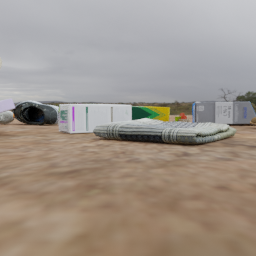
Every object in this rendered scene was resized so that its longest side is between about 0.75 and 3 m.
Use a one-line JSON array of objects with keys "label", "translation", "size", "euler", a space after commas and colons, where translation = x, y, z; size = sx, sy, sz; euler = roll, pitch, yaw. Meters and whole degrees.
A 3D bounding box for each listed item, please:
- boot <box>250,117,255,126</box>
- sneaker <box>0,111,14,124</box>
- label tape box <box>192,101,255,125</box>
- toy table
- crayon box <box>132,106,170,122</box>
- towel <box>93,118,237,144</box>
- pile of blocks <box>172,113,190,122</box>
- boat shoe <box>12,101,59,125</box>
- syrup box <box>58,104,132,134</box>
[{"label": "boot", "translation": [4.387, -0.318, 8.246], "size": [0.716, 0.734, 1.945], "euler": [-3, 3, -17]}, {"label": "sneaker", "translation": [-5.303, -0.343, 11.156], "size": [1.483, 0.561, 0.682], "euler": [-7, 10, 5]}, {"label": "label tape box", "translation": [4.111, -0.595, 11.244], "size": [2.910, 0.921, 2.098], "euler": [0, 3, 10]}, {"label": "toy table", "translation": [-3.555, -0.788, 6.142], "size": [2.298, 1.346, 2.112], "euler": [-12, 11, 30]}, {"label": "crayon box", "translation": [0.725, -0.665, 13.641], "size": [2.287, 0.773, 2.651], "euler": [0, 3, 0]}, {"label": "towel", "translation": [0.796, 0.008, 5.519], "size": [2.099, 0.377, 2.180], "euler": [2, 3, 36]}, {"label": "pile of blocks", "translation": [1.864, -0.304, 10.082], "size": [0.629, 0.476, 1.531], "euler": [0, 3, 6]}, {"label": "boat shoe", "translation": [-3.823, -0.599, 11.151], "size": [2.878, 0.988, 0.815], "euler": [5, 6, 35]}, {"label": "syrup box", "translation": [-0.816, -0.254, 7.129], "size": [1.762, 0.718, 0.694], "euler": [-1, 3, -34]}]
